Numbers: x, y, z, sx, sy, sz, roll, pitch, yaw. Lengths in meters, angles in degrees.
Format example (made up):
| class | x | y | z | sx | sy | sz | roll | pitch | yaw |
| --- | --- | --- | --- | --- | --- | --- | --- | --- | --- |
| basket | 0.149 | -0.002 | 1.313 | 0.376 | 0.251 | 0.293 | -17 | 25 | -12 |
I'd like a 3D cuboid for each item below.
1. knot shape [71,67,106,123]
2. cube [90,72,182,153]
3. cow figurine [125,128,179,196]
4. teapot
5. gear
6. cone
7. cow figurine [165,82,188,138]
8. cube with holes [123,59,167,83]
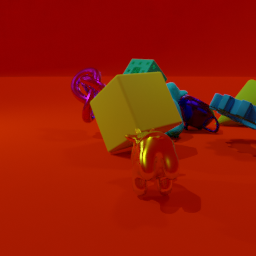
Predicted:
| class | x | y | z | sx | sy | sz | roll | pitch | yaw |
| --- | --- | --- | --- | --- | --- | --- | --- | --- | --- |
| knot shape | -0.959 | -0.944 | 7.476 | 0.714 | 1.544 | 1.445 | -11 | -1 | -28 |
| cube | 0.149 | -0.346 | 6.107 | 1.254 | 1.254 | 1.254 | -13 | -14 | -38 |
| cow figurine | 0.342 | 0.352 | 4.199 | 0.714 | 1.279 | 1.300 | 1 | -33 | -5 |
| teapot | 1.884 | -0.412 | 8.474 | 1.970 | 0.965 | 1.225 | 31 | 6 | 32 |
| gear | 2.770 | -0.261 | 6.403 | 1.791 | 0.331 | 1.791 | 25 | 6 | -3 |
| cone | 3.606 | -0.474 | 9.186 | 1.653 | 1.647 | 1.647 | -26 | 11 | 4 |
| cow figurine | 1.179 | -0.481 | 7.720 | 0.837 | 1.525 | 1.501 | -19 | -3 | 34 |
| cube with holes | 0.721 | -2.257 | 13.310 | 1.397 | 1.397 | 1.397 | 16 | -19 | 44 |
